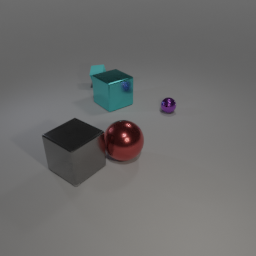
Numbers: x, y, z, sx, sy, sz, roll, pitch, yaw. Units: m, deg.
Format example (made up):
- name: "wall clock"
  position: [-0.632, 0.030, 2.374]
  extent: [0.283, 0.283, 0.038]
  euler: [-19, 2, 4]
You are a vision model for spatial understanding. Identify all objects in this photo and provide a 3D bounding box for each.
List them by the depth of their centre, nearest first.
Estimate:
- name: "cube"
  position: [-1.697, 0.731, 9.058]
  extent: [1.400, 1.400, 1.400]
  euler: [24, 40, 32]
- name: "ball"
  position: [-0.151, 0.424, 9.556]
  extent: [1.400, 1.400, 1.400]
  euler: [0, 32, 0]
- name: "ball"
  position: [1.822, -1.030, 12.609]
  extent: [0.700, 0.700, 0.700]
  euler: [0, 32, 0]
- name: "cube"
  position: [-0.707, -1.799, 13.186]
  extent: [1.400, 1.400, 1.400]
  euler: [-22, 38, -31]
- name: "cube"
  position: [-1.551, -2.807, 14.680]
  extent: [0.700, 0.700, 0.700]
  euler: [-3, 55, 11]
